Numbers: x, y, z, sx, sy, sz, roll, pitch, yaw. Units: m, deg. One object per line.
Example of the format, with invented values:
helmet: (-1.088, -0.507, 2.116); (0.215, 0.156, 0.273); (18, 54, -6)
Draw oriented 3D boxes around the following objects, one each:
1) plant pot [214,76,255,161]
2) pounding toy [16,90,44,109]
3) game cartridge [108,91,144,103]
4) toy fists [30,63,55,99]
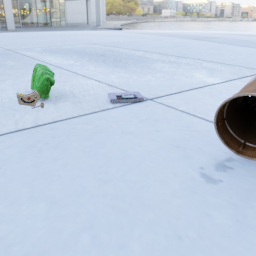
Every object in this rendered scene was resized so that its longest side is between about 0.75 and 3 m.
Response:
plant pot: (3.239, -0.428, 6.756); (1.763, 1.763, 1.746); (16, 42, 32)
pounding toy: (-2.927, -0.876, 8.461); (0.837, 0.478, 0.480); (8, 17, -27)
game cartridge: (-0.103, -1.234, 11.040); (1.319, 0.253, 0.855); (-4, 20, -10)
toy fists: (-3.510, -1.996, 11.543); (0.771, 1.142, 2.241); (5, 18, -26)
